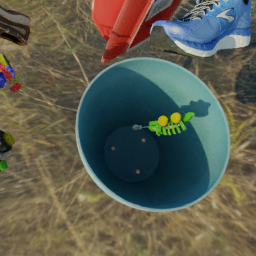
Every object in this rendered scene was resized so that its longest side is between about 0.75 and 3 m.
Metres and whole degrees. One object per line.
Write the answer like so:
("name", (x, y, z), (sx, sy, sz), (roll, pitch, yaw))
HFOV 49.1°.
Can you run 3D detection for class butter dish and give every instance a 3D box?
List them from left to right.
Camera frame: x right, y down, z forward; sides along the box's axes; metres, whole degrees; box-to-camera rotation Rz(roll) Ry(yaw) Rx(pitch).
("butter dish", (0.092, -3.361, 6.726), (2.006, 2.707, 2.715), (47, 57, 4))

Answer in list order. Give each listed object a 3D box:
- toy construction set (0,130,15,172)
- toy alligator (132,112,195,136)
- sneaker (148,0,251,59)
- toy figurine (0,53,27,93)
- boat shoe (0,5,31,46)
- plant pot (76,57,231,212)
("toy construction set", (-2.460, 0.234, 4.146), (1.463, 1.754, 1.348), (-37, 98, -28))
("toy alligator", (0.553, -0.004, 4.357), (1.018, 0.302, 0.276), (-14, 64, 19))
("sneaker", (1.458, -2.119, 5.394), (2.858, 1.274, 1.123), (-25, 35, -38))
("toy figurine", (-2.335, -0.827, 4.621), (0.831, 0.731, 1.387), (-40, 44, -2))
("boat shoe", (-2.996, -2.233, 6.034), (0.813, 0.815, 2.203), (7, 8, 31))
("plant pot", (0.245, 0.235, 4.705), (2.316, 1.560, 2.316), (5, 70, -13))
